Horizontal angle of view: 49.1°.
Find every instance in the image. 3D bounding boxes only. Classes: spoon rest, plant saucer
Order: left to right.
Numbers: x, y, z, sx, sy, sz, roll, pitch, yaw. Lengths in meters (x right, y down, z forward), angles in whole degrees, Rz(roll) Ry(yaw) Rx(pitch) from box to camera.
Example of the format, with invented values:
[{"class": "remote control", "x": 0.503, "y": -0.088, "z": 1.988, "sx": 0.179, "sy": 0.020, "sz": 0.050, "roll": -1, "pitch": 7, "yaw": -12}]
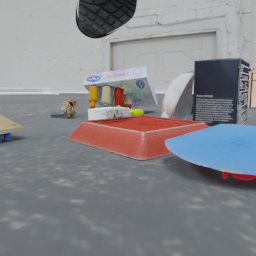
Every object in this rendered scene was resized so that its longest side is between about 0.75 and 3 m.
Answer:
[{"class": "plant saucer", "x": 0.358, "y": 0.066, "z": 6.725, "sx": 2.667, "sy": 0.490, "sz": 2.662, "roll": -9, "pitch": 12, "yaw": -41}, {"class": "spoon rest", "x": 1.517, "y": -0.681, "z": 8.308, "sx": 0.849, "sy": 1.392, "sz": 2.802, "roll": 27, "pitch": -10, "yaw": 9}]

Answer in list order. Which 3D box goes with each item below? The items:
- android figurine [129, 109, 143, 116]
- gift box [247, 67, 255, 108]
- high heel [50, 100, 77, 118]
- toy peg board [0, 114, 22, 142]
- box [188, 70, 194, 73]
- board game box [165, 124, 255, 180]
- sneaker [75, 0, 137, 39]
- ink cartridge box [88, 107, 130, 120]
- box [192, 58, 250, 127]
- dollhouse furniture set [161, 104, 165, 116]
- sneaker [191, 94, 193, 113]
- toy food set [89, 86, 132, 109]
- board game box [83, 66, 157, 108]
[{"class": "android figurine", "x": -0.163, "y": -0.634, "z": 11.610, "sx": 1.509, "sy": 0.341, "sz": 1.658, "roll": 7, "pitch": 9, "yaw": 35}, {"class": "gift box", "x": 6.333, "y": -2.334, "z": 16.138, "sx": 2.411, "sy": 2.251, "sz": 2.225, "roll": 0, "pitch": 9, "yaw": -6}, {"class": "high heel", "x": -2.273, "y": -0.816, "z": 11.616, "sx": 1.182, "sy": 0.592, "sz": 1.659, "roll": -2, "pitch": 23, "yaw": 29}, {"class": "toy peg board", "x": -3.422, "y": 0.114, "z": 6.576, "sx": 1.241, "sy": 0.610, "sz": 1.246, "roll": 23, "pitch": 21, "yaw": 28}, {"class": "box", "x": 2.851, "y": -2.304, "z": 11.919, "sx": 0.887, "sy": 0.226, "sz": 0.699, "roll": -21, "pitch": 18, "yaw": 19}, {"class": "board game box", "x": 1.808, "y": 0.457, "z": 4.494, "sx": 2.364, "sy": 0.460, "sz": 1.868, "roll": -13, "pitch": 20, "yaw": -35}, {"class": "sneaker", "x": -0.468, "y": -2.742, "z": 6.129, "sx": 1.094, "sy": 2.889, "sz": 1.265, "roll": 30, "pitch": -35, "yaw": -18}, {"class": "ink cartridge box", "x": -0.659, "y": -0.444, "z": 9.786, "sx": 0.902, "sy": 0.509, "sz": 1.229, "roll": 7, "pitch": 11, "yaw": 38}, {"class": "box", "x": 2.632, "y": -0.872, "z": 7.835, "sx": 1.221, "sy": 1.966, "sz": 1.982, "roll": 5, "pitch": 10, "yaw": 28}, {"class": "dollhouse furniture set", "x": 2.251, "y": -0.946, "z": 10.960, "sx": 1.706, "sy": 1.133, "sz": 1.495, "roll": 4, "pitch": 10, "yaw": 21}, {"class": "sneaker", "x": 2.683, "y": -1.264, "z": 13.378, "sx": 1.085, "sy": 1.032, "sz": 2.737, "roll": -5, "pitch": 10, "yaw": -17}, {"class": "toy food set", "x": -0.604, "y": -1.041, "z": 11.884, "sx": 1.041, "sy": 0.981, "sz": 2.180, "roll": -16, "pitch": -27, "yaw": 38}, {"class": "board game box", "x": -0.229, "y": -1.643, "z": 12.482, "sx": 2.695, "sy": 0.556, "sz": 2.702, "roll": -4, "pitch": -21, "yaw": 13}]
